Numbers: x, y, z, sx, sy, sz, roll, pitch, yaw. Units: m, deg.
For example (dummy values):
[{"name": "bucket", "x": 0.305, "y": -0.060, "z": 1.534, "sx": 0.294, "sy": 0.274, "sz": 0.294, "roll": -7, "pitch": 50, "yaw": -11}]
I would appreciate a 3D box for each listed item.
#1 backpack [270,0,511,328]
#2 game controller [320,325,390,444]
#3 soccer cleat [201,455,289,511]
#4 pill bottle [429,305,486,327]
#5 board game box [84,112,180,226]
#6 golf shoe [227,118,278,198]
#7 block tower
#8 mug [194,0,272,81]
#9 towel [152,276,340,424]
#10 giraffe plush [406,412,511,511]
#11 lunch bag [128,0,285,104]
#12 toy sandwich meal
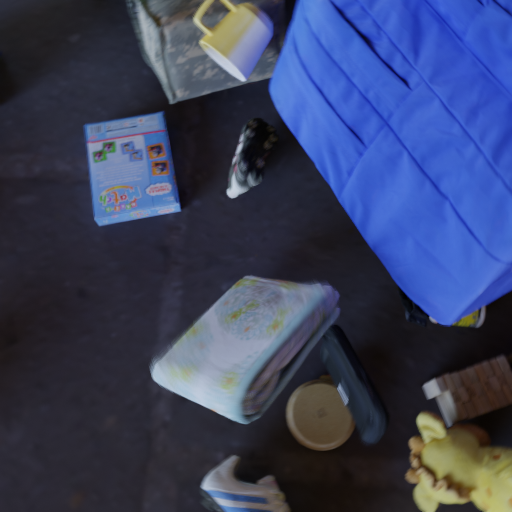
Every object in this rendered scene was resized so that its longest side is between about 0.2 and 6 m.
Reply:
[{"name": "backpack", "x": 3.036, "y": -2.552, "z": 7.916, "sx": 4.193, "sy": 4.330, "sz": 5.160, "roll": -20, "pitch": 62, "yaw": -30}, {"name": "game controller", "x": 1.304, "y": 1.727, "z": 7.616, "sx": 0.336, "sy": 0.832, "sz": 1.595, "roll": -17, "pitch": 51, "yaw": -11}, {"name": "soccer cleat", "x": 0.201, "y": 3.505, "z": 7.449, "sx": 2.027, "sy": 0.708, "sz": 0.875, "roll": 37, "pitch": 71, "yaw": 14}, {"name": "pill bottle", "x": 2.994, "y": 0.792, "z": 8.659, "sx": 0.939, "sy": 0.528, "sz": 0.528, "roll": 5, "pitch": 68, "yaw": 3}, {"name": "board game box", "x": -2.157, "y": -1.531, "z": 9.707, "sx": 1.417, "sy": 0.343, "sz": 1.873, "roll": -10, "pitch": 68, "yaw": -4}, {"name": "golf shoe", "x": -0.136, "y": -1.725, "z": 9.598, "sx": 0.650, "sy": 0.741, "sz": 1.683, "roll": 32, "pitch": 49, "yaw": -14}, {"name": "block tower", "x": 3.754, "y": 1.786, "z": 8.178, "sx": 2.440, "sy": 0.659, "sz": 0.705, "roll": -16, "pitch": 68, "yaw": -6}, {"name": "mug", "x": -0.270, "y": -3.339, "z": 8.461, "sx": 0.891, "sy": 1.112, "sz": 0.913, "roll": 42, "pitch": 96, "yaw": 22}, {"name": "towel", "x": -0.118, "y": 1.153, "z": 7.707, "sx": 1.924, "sy": 0.541, "sz": 2.247, "roll": 4, "pitch": 41, "yaw": 50}, {"name": "giraffe plush", "x": 3.011, "y": 2.901, "z": 7.276, "sx": 1.881, "sy": 2.320, "sz": 2.002, "roll": 9, "pitch": 81, "yaw": 40}, {"name": "lunch bag", "x": -0.950, "y": -4.116, "z": 10.034, "sx": 2.207, "sy": 1.582, "sz": 2.691, "roll": -18, "pitch": 46, "yaw": -11}, {"name": "toy sandwich meal", "x": 0.951, "y": 2.275, "z": 8.160, "sx": 1.095, "sy": 0.375, "sz": 1.095, "roll": -1, "pitch": 70, "yaw": 2}]
